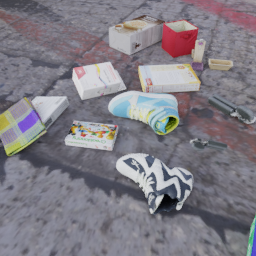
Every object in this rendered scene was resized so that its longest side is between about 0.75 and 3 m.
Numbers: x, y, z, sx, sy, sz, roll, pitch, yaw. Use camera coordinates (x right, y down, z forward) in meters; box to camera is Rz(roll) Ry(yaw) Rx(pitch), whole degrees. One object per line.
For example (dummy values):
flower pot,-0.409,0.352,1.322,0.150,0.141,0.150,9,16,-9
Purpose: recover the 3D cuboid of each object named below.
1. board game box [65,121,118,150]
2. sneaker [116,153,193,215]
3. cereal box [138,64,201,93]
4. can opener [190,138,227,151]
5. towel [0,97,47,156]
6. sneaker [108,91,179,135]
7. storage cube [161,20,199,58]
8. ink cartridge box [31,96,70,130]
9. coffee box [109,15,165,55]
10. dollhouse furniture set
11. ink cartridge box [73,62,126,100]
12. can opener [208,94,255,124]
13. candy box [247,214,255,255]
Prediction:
board game box,-1.317,0.264,10.331,1.731,0.300,1.093,6,42,7
sneaker,0.614,1.686,8.170,2.399,0.957,1.561,21,36,8
cereal box,1.873,-2.354,13.194,2.585,0.511,1.860,-4,41,-4
can opener,2.668,0.604,9.324,1.323,0.348,0.440,8,70,-15
towel,-4.070,-0.117,10.397,1.670,0.265,2.325,-36,49,-7
sneaker,0.658,-0.521,10.647,2.779,1.105,1.814,-4,40,-3
storage cube,2.818,-4.922,15.439,1.403,1.475,1.641,-16,44,-18
ink cartridge box,-3.516,-0.631,11.308,1.610,0.404,1.855,3,39,25
coffee box,0.546,-5.469,16.279,1.702,1.186,2.976,32,50,32
dollhouse furniture set,4.340,-3.919,14.273,2.074,1.472,1.643,8,42,9
ink cartridge box,-1.191,-2.150,12.369,2.188,0.738,1.274,-16,65,-24
can opener,4.230,-0.843,11.375,0.569,0.718,2.160,-26,43,-26
candy box,3.719,3.307,6.386,1.890,0.861,2.235,15,42,19
